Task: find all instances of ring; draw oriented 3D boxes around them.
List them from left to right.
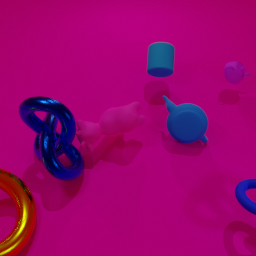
[{"bbox_3d":[-2.679,1.609,5.251,1.948,0.390,1.948,24,44,-26],"label":"ring"}]

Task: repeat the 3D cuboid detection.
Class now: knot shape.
[{"bbox_3d":[-1.703,0.085,6.215,0.934,1.892,2.022,-25,48,-22],"label":"knot shape"},{"bbox_3d":[2.690,1.377,5.069,1.266,0.585,1.184,-22,72,0],"label":"knot shape"}]

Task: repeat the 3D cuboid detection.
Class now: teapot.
[{"bbox_3d":[1.451,-0.198,7.103,1.633,1.016,0.800,44,20,-6],"label":"teapot"},{"bbox_3d":[3.200,-1.640,8.228,1.101,0.539,0.685,7,72,-37],"label":"teapot"}]

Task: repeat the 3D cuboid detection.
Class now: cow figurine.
[{"bbox_3d":[-0.460,-0.058,6.740,1.511,0.829,1.487,-15,11,34],"label":"cow figurine"}]

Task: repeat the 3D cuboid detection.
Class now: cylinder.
[{"bbox_3d":[0.973,-2.005,8.301,0.790,0.790,0.790,4,80,3],"label":"cylinder"}]
